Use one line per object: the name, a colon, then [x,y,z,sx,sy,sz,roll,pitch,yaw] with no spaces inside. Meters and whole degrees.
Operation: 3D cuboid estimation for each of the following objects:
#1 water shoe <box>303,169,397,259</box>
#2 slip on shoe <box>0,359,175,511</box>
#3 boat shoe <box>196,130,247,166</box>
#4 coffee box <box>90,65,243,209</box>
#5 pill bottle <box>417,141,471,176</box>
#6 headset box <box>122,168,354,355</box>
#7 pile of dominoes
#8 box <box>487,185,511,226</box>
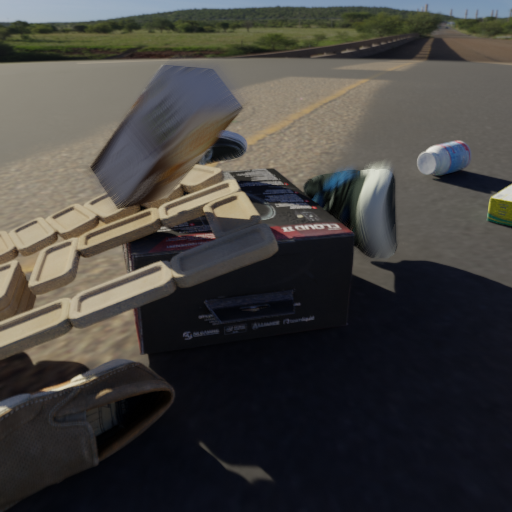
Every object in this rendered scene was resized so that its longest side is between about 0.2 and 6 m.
water shoe: [1.277,-0.631,8.037,1.293,1.171,3.276,-2,9,9]
slip on shoe: [-1.584,1.517,4.641,0.649,0.815,2.143,11,18,34]
boat shoe: [-0.864,-1.509,8.242,1.481,0.547,0.506,1,52,-10]
coffee box: [-0.909,-1.163,5.568,0.564,1.414,0.809,54,33,9]
pill bottle: [4.467,-2.303,13.346,1.302,0.708,0.708,-17,29,-34]
headset box: [-0.448,-0.094,7.539,2.585,1.342,3.474,-7,25,-15]
pile of dominoes: [-1.955,0.201,6.208,4.092,0.651,3.189,-21,27,-3]
box: [5.505,-0.768,10.129,2.168,0.524,1.272,17,28,38]
